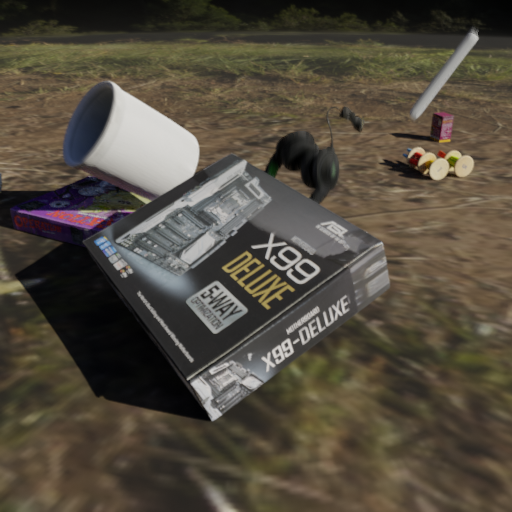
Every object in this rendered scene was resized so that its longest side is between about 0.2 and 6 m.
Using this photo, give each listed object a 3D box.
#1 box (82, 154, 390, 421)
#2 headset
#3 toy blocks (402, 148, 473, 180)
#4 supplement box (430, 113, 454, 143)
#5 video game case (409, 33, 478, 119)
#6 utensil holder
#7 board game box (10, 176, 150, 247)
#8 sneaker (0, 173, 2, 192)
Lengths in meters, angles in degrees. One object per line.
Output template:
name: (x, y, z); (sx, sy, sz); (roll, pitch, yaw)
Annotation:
box: (-0.387, 0.099, 6.887); (2.509, 0.792, 3.182); (-34, 41, -15)
headset: (0.931, -1.497, 8.953); (0.915, 1.948, 1.203); (19, 22, -50)
toy blocks: (4.116, -2.214, 12.906); (1.140, 0.497, 1.368); (-8, 28, -15)
supplement box: (5.027, -3.482, 15.191); (0.366, 0.709, 0.464); (-9, 29, -16)
video game case: (3.264, -3.152, 9.766); (0.178, 1.547, 1.409); (37, 28, 2)
utensil holder: (-2.028, -1.774, 9.207); (1.727, 1.467, 1.467); (25, 5, -43)
board game box: (-2.347, -0.700, 9.963); (3.414, 0.551, 2.049); (13, 34, 24)
sneaker: (-6.405, -1.598, 11.354); (2.917, 1.103, 1.279); (19, 18, 25)
